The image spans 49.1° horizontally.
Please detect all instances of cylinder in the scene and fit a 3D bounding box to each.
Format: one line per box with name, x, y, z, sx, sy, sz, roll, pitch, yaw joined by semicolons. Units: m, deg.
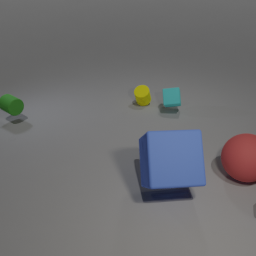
cylinder;0.669;-1.478;12.754;0.700;0.700;0.700;-6;59;10
cylinder;-4.617;-0.917;11.080;0.700;0.700;0.700;24;37;30

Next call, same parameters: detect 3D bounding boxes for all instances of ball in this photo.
ball;3.428;0.857;8.110;1.400;1.400;1.400;0;30;0

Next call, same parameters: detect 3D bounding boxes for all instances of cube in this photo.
cube;1.105;0.851;7.462;1.400;1.400;1.400;-2;-9;-7
cube;1.891;-1.307;12.038;0.700;0.700;0.700;-4;-5;13
